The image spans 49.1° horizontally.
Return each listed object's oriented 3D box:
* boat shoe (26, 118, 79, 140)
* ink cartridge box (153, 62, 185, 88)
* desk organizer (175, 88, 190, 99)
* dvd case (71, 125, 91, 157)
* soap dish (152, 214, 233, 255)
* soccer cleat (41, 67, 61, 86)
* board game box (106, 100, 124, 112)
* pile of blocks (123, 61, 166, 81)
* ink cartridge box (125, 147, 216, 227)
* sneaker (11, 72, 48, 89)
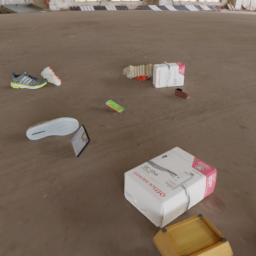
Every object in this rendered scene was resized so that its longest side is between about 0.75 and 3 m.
[{"bbox_3d":[-3.018,-0.074,11.201,2.040,0.735,0.633,-10,29,-13],"label":"boat shoe"},{"bbox_3d":[2.283,-3.004,15.863,1.652,1.196,0.696,-7,30,-11],"label":"ink cartridge box"},{"bbox_3d":[2.844,-1.799,14.625,0.298,0.320,0.830,-27,39,-35],"label":"desk organizer"},{"bbox_3d":[-1.740,0.455,10.236,0.098,0.796,1.116,29,16,-34],"label":"dvd case"},{"bbox_3d":[1.480,2.662,6.464,1.470,0.597,1.156,-12,32,-22],"label":"soap dish"},{"bbox_3d":[-4.508,-2.896,16.381,0.741,0.662,1.912,-43,51,0],"label":"soccer cleat"},{"bbox_3d":[-0.604,-1.017,13.193,0.858,0.129,0.410,30,34,11],"label":"board game box"},{"bbox_3d":[1.163,-3.193,16.800,2.888,1.185,0.897,-3,71,12],"label":"pile of blocks"},{"bbox_3d":[1.200,1.587,8.045,2.182,0.903,1.598,-22,36,-33],"label":"ink cartridge box"},{"bbox_3d":[-5.576,-2.694,15.671,2.088,0.845,0.772,-1,29,-3],"label":"sneaker"}]
